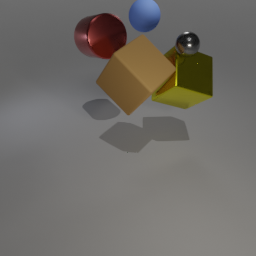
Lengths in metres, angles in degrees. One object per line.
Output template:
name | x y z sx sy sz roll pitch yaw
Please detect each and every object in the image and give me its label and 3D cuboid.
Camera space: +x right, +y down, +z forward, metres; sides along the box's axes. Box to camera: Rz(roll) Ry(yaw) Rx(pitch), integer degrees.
cube | 1.712 -1.564 8.961 1.400 1.400 1.400 12 -17 -23
ball | 1.696 -2.373 7.971 0.700 0.700 0.700 0 31 0
ball | 0.727 -4.954 12.341 1.400 1.400 1.400 0 31 0
cube | 0.210 -1.501 8.020 1.400 1.400 1.400 46 53 -1
cylinder | -0.949 -3.065 9.420 1.400 1.400 1.400 -15 22 -23
